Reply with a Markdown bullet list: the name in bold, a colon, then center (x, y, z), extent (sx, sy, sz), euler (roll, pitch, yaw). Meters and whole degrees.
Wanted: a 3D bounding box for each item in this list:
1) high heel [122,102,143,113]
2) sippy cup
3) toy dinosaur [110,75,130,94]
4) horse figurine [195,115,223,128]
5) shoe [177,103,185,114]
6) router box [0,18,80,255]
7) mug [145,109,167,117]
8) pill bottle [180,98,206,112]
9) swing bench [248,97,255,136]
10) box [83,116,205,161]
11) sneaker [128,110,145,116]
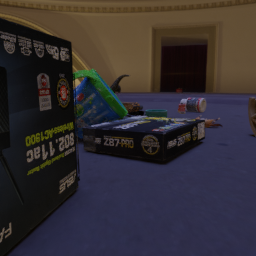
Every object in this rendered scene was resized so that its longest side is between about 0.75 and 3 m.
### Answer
- **high heel**: center (-0.204, -0.982, 13.504), extent (1.725, 0.616, 1.230), euler (-4, 0, 15)
- **sippy cup**: center (-1.097, -0.592, 8.052), extent (1.564, 2.134, 1.676), euler (-38, 14, 4)
- **toy dinosaur**: center (-1.013, -1.063, 10.979), extent (2.889, 1.112, 1.477), euler (-22, 5, 29)
- **horse figurine**: center (2.855, -0.220, 10.363), extent (0.812, 0.306, 1.225), euler (-22, 26, -37)
- **shoe**: center (2.938, -1.102, 15.261), extent (0.417, 0.531, 1.168), euler (1, 9, 5)
- **router box**: center (-1.485, 0.052, 2.835), extent (0.902, 2.175, 2.903), euler (1, 10, 14)
- **mug**: center (1.047, -0.363, 10.415), extent (0.807, 0.608, 0.983), euler (0, 8, 4)
- **pill bottle**: center (3.662, -1.319, 15.838), extent (1.319, 0.789, 0.789), euler (8, 12, 39)
- **swing bench**: center (4.774, -0.259, 7.804), extent (2.019, 1.317, 2.030), euler (-1, 4, -2)
- **box**: center (0.527, 0.146, 7.089), extent (2.146, 0.654, 2.663), euler (2, 9, 33)
- **sneaker**: center (0.472, -0.763, 13.888), extent (0.973, 0.292, 0.507), euler (3, 4, -3)
